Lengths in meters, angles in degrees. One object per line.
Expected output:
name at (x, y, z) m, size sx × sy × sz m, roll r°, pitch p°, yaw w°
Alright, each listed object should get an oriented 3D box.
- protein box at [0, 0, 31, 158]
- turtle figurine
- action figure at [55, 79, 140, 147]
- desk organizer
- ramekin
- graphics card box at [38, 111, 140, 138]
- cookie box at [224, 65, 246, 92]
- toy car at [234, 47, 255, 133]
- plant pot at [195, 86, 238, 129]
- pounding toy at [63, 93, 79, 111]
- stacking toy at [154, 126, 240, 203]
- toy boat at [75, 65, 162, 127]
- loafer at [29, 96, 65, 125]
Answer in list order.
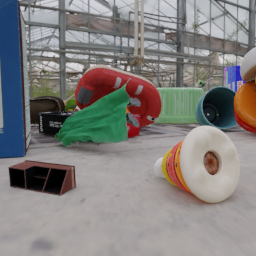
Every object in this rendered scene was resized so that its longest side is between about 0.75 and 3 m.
protein box at (-3.366, -0.916, 5.309) m, size 2.744 × 2.764 × 1.865 m, roll -2°, pitch 7°, yaw -16°
turtle figurine at (4.378, -1.589, 14.786) m, size 2.663 × 1.916 × 2.582 m, roll -5°, pitch 12°, yaw -11°
action figure at (-0.742, -0.064, 5.697) m, size 2.178 × 1.287 × 0.596 m, roll -17°, pitch -37°, yaw 36°
desk organizer at (-1.034, 0.586, 3.362) m, size 0.772 × 0.277 × 0.297 m, roll 3°, pitch 10°, yaw 23°
ramekin at (1.914, -1.008, 11.931) m, size 2.809 × 1.372 × 2.809 m, roll 0°, pitch 7°, yaw 0°
graphics card box at (-1.105, -0.109, 7.586) m, size 2.508 × 0.638 × 1.574 m, roll 8°, pitch 11°, yaw 41°
cookie box at (6.387, -1.822, 13.978) m, size 2.956 × 2.529 × 1.111 m, roll -1°, pitch 4°, yaw -11°
toy car at (4.068, -0.701, 7.547) m, size 2.888 × 2.528 × 2.166 m, roll -5°, pitch -28°, yaw -32°
plant pot at (2.760, -0.524, 8.972) m, size 1.311 × 1.311 × 1.232 m, roll -1°, pitch -8°, yaw -7°
pounding toy at (-3.308, -1.211, 16.432) m, size 1.085 × 0.652 × 1.405 m, roll -34°, pitch -19°, yaw -20°
stacking toy at (0.665, 0.470, 3.351) m, size 0.810 × 0.810 × 1.109 m, roll -4°, pitch -11°, yaw -30°
toy boat at (-0.254, -0.671, 8.850) m, size 2.801 × 1.828 × 1.831 m, roll 13°, pitch 45°, yaw -21°
loafer at (-3.508, -0.465, 9.574) m, size 2.699 × 0.985 × 0.963 m, roll -12°, pitch 11°, yaw -6°
